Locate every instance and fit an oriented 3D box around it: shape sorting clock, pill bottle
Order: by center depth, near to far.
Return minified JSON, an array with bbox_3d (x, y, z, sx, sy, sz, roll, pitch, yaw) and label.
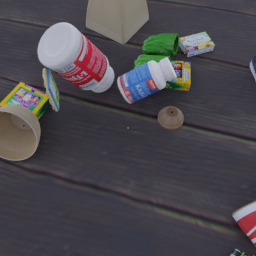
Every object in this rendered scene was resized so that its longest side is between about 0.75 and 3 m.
[{"bbox_3d":[-2.624,-1.276,9.479,0.293,1.493,1.493,-12,59,-1],"label":"shape sorting clock"},{"bbox_3d":[-1.770,-2.441,10.528,1.665,2.967,1.665,-8,72,25],"label":"pill bottle"},{"bbox_3d":[0.724,-1.837,10.601,2.041,1.145,1.145,-25,57,19],"label":"pill bottle"}]

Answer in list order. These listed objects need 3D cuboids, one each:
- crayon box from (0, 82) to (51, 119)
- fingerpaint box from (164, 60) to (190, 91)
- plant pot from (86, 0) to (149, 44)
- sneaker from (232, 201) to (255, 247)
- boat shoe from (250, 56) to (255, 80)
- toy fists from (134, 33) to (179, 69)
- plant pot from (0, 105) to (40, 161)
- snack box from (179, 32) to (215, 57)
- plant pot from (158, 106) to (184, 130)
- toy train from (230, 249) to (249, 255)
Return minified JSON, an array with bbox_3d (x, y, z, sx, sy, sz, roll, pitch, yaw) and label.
[{"bbox_3d":[-4.092,-0.998,11.316,1.565,0.456,1.350,25,63,15],"label":"crayon box"},{"bbox_3d":[2.125,-2.294,12.106,1.084,0.477,1.299,6,59,4],"label":"fingerpaint box"},{"bbox_3d":[-0.532,-5.940,13.400,2.393,2.119,2.390,30,63,18],"label":"plant pot"},{"bbox_3d":[4.754,2.789,8.704,2.579,0.919,1.451,-23,57,-5],"label":"sneaker"},{"bbox_3d":[5.913,-2.231,11.637,0.934,1.198,2.640,-8,59,-5],"label":"boat shoe"},{"bbox_3d":[1.214,-3.053,12.161,1.484,1.001,2.911,8,57,21],"label":"toy fists"},{"bbox_3d":[-4.009,-0.028,10.052,2.000,2.000,1.343,4,31,2],"label":"plant pot"},{"bbox_3d":[3.206,-3.941,13.183,1.393,0.369,0.991,-17,60,-10],"label":"snack box"},{"bbox_3d":[1.697,-0.489,10.993,1.043,0.481,1.043,0,59,0],"label":"plant pot"},{"bbox_3d":[2.831,4.314,8.100,0.539,0.399,1.913,35,64,31],"label":"toy train"}]
